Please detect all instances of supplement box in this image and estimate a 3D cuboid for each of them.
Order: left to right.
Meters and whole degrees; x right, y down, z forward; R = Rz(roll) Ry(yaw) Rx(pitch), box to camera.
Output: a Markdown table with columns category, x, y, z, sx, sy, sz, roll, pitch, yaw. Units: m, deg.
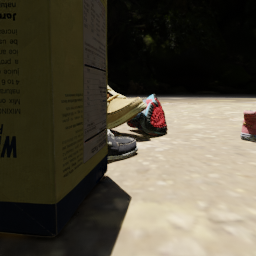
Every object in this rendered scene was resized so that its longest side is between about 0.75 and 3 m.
| category | x | y | z | sx | sy | sz | roll | pitch | yaw |
| --- | --- | --- | --- | --- | --- | --- | --- | --- | --- |
| supplement box | -1.598 | -0.573 | 2.879 | 2.550 | 2.548 | 1.712 | 1 | 8 | 9 |

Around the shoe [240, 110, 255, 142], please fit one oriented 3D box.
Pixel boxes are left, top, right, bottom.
| category | x | y | z | sx | sy | sz | roll | pitch | yaw |
| --- | --- | --- | --- | --- | --- | --- | --- | --- | --- |
| shoe | 3.076 | -0.019 | 5.833 | 0.542 | 0.691 | 1.518 | -6 | 9 | -36 |

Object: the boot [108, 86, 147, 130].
| category | x | y | z | sx | sy | sz | roll | pitch | yaw |
| --- | --- | --- | --- | --- | --- | --- | --- | --- | --- |
| boot | -0.726 | -1.010 | 7.097 | 0.935 | 1.996 | 2.567 | -30 | 13 | -28 |

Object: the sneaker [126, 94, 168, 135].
| category | x | y | z | sx | sy | sz | roll | pitch | yaw |
| --- | --- | --- | --- | --- | --- | --- | --- | --- | --- |
| sneaker | 0.464 | -0.199 | 7.684 | 1.054 | 0.875 | 2.207 | -28 | 10 | 14 |

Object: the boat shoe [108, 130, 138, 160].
| category | x | y | z | sx | sy | sz | roll | pitch | yaw |
| --- | --- | --- | --- | --- | --- | --- | --- | --- | --- |
| boat shoe | -0.520 | 0.246 | 4.515 | 1.703 | 0.514 | 0.629 | -6 | 9 | -37 |
